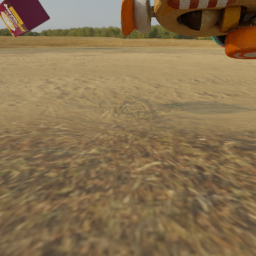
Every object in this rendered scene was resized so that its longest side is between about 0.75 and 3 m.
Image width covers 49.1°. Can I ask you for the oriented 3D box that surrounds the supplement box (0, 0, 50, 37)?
[{"bbox_3d":[-2.707,-2.898,7.088,0.661,0.852,1.544,-43,30,-20],"label":"supplement box"}]

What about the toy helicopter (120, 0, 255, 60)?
[{"bbox_3d":[0.442,-1.479,2.922,1.927,1.150,2.915,6,4,38],"label":"toy helicopter"}]

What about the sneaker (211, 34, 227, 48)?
[{"bbox_3d":[1.914,-2.397,4.930,0.936,2.239,1.352,1,41,6],"label":"sneaker"}]
